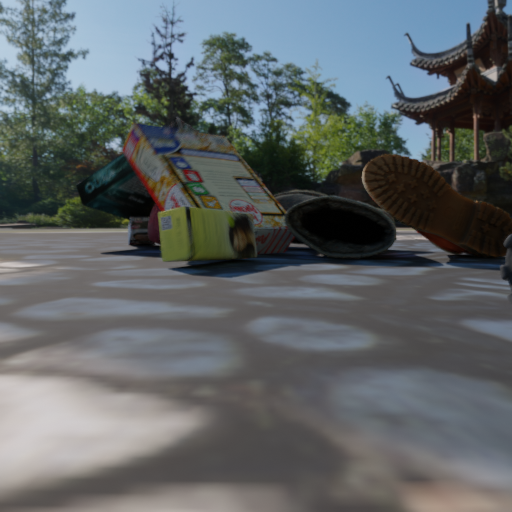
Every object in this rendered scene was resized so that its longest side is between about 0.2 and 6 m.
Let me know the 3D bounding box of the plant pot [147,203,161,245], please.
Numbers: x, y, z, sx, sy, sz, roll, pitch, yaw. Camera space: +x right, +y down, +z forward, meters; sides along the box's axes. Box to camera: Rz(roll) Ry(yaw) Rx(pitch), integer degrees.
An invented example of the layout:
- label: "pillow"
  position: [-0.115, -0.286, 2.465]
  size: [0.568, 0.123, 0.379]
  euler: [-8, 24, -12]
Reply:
- label: "plant pot"
  position: [-1.678, -0.715, 12.686]
  size: [1.101, 1.230, 1.230]
  euler: [20, 8, 12]

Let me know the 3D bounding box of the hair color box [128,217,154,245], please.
- label: "hair color box"
  position: [-2.779, -0.592, 13.713]
  size: [0.655, 0.401, 1.322]
  euler: [-2, -12, -16]

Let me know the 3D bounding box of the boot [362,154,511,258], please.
- label: "boot"
  position: [2.847, -0.741, 9.509]
  size: [2.725, 1.022, 1.461]
  euler: [29, -5, -8]

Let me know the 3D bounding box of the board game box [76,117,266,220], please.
- label: "board game box"
  position: [-1.800, -1.659, 13.526]
  size: [2.840, 0.591, 4.199]
  euler: [-29, -19, 17]

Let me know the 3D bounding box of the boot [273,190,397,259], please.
- label: "boot"
  position: [1.106, -0.588, 10.597]
  size: [3.290, 1.313, 3.619]
  euler: [3, 10, 19]

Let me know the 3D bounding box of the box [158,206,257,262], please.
- label: "box"
  position: [-0.619, -0.281, 7.885]
  size: [0.465, 0.698, 1.854]
  euler: [-7, -2, 28]

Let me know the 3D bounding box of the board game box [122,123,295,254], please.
- label: "board game box"
  position: [-0.853, -1.243, 10.358]
  size: [2.214, 0.677, 2.923]
  euler: [-2, 46, -42]

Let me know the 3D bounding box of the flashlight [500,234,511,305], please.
- label: "flashlight"
  position: [2.628, 0.052, 3.758]
  size: [1.869, 0.635, 0.633]
  euler: [1, 7, -4]
